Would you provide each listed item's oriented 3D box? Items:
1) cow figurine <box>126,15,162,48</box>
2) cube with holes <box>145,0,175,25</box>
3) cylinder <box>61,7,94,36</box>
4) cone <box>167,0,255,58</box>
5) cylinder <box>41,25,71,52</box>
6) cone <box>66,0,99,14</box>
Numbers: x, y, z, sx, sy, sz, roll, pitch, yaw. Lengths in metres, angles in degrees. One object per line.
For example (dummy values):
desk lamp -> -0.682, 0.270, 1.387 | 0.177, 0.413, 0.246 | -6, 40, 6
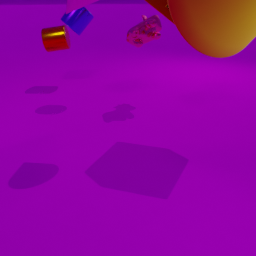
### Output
cow figurine -> 0.456, -2.794, 8.058 | 1.270, 0.697, 1.250 | -29, 27, -9
cube with holes -> 1.290, -2.613, 5.376 | 1.319, 1.319, 1.319 | 43, 24, 11
cylinder -> -1.483, -3.210, 8.190 | 0.703, 0.703, 0.703 | 40, 7, -6
cone -> 1.238, -1.371, 2.426 | 1.314, 1.314, 1.319 | -12, 10, -23
cylinder -> -2.556, -3.184, 9.996 | 0.827, 0.827, 0.827 | -8, 26, 2
cone -> -0.936, -2.494, 5.285 | 0.895, 0.898, 0.895 | 30, 39, -28
